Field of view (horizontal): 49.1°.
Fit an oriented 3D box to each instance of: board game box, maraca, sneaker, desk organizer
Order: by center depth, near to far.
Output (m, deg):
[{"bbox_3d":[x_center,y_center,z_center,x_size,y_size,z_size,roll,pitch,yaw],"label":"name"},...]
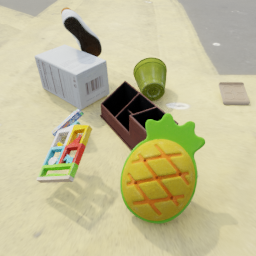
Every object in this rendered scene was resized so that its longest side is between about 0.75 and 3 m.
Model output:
[{"bbox_3d":[0.714,0.818,5.805,1.555,1.213,2.268,20,83,7],"label":"maraca"},{"bbox_3d":[-1.680,-0.139,7.776,0.995,0.171,0.674,-44,16,-9],"label":"board game box"},{"bbox_3d":[0.197,-0.246,7.825,0.974,1.046,2.716,-19,41,-24],"label":"desk organizer"},{"bbox_3d":[-1.605,-3.398,9.942,0.780,2.142,0.907,-29,57,7],"label":"sneaker"}]

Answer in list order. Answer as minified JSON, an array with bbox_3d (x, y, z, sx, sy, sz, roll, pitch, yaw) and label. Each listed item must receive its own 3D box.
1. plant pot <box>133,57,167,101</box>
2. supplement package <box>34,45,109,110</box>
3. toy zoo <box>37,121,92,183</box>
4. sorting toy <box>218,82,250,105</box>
[{"bbox_3d":[0.821,-1.610,9.704,1.219,1.219,1.174,-2,46,-2],"label":"plant pot"},{"bbox_3d":[-1.924,-1.827,9.699,2.278,1.336,1.332,29,49,33],"label":"supplement package"},{"bbox_3d":[-1.387,0.481,6.335,1.038,0.162,1.583,-8,51,34],"label":"toy zoo"},{"bbox_3d":[3.642,-1.180,9.674,0.899,0.177,0.972,1,56,1],"label":"sorting toy"}]
